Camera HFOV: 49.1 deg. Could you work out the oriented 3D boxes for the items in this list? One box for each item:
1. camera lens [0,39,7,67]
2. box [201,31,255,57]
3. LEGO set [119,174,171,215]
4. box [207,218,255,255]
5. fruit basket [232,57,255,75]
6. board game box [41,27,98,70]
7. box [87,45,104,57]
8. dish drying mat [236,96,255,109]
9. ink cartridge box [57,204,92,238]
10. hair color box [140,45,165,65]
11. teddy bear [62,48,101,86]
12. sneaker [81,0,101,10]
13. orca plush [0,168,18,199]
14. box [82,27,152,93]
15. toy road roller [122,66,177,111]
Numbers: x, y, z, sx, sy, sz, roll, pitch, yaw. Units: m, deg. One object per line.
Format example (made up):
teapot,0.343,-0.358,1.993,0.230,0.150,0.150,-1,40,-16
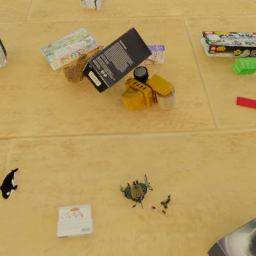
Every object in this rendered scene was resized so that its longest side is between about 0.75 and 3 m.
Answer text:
camera lens,-6.812,-3.301,12.113,2.609,2.087,2.087,-30,59,-22
box,5.074,-3.989,13.264,2.895,0.577,1.982,2,36,1
LEGO set,0.487,2.222,9.152,1.777,0.504,1.154,40,64,11
box,3.632,3.641,7.533,1.986,1.234,2.002,-24,57,-15
fruit basket,5.292,-2.976,12.753,1.134,0.818,1.134,3,66,-7
board game box,-2.763,-3.775,13.153,2.342,0.401,1.574,-30,51,-8
box,-1.518,-3.416,13.200,0.720,0.503,0.946,3,54,3
dish drying mat,5.182,-1.020,11.667,1.267,0.115,0.487,14,56,10
ink cartridge box,-1.643,2.887,8.708,1.045,0.228,0.907,-5,53,-3
hair color box,0.954,-3.387,12.997,1.445,0.790,0.468,-2,54,-1
teddy bear,-1.683,-2.606,12.356,1.704,0.785,2.351,41,72,-1
sneaker,-2.110,-7.569,16.110,1.156,0.755,2.011,1,57,-3
orca plush,-3.990,1.801,9.406,0.576,0.389,1.095,13,55,10
box,-0.494,-2.564,11.004,2.161,2.125,1.269,-41,101,-10
toy road roller,0.736,-1.276,11.180,2.126,1.306,1.552,35,73,28
